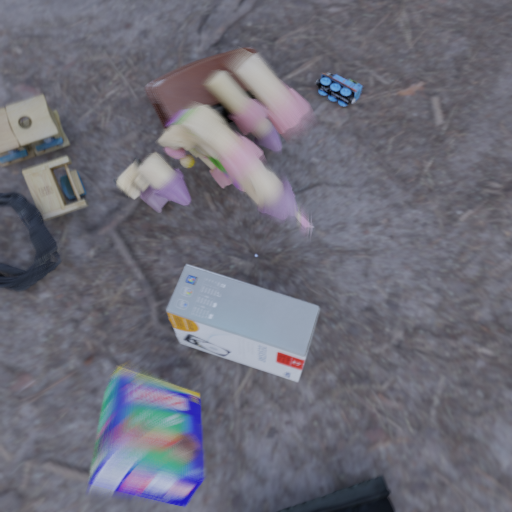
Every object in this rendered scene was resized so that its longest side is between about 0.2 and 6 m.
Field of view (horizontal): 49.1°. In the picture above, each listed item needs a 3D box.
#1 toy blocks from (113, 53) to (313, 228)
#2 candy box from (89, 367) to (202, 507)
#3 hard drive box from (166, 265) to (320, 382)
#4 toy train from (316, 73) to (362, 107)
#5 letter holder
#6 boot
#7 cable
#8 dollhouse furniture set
[{"bbox_3d":[-0.463,-1.458,10.034,3.099,2.896,2.609,-46,110,-3],"label":"toy blocks"},{"bbox_3d":[-1.553,2.605,8.217,1.446,0.659,1.711,23,25,-20],"label":"candy box"},{"bbox_3d":[-0.192,1.152,9.219,2.235,1.742,0.858,16,66,8],"label":"hard drive box"},{"bbox_3d":[1.810,-3.677,12.304,0.993,0.430,0.567,34,60,17],"label":"toy train"},{"bbox_3d":[-1.065,-3.599,11.659,2.260,1.137,1.606,-26,81,-12],"label":"letter holder"},{"bbox_3d":[1.078,4.689,7.861,2.821,1.077,2.370,-13,61,-13],"label":"boot"},{"bbox_3d":[-4.486,-0.285,10.161,1.489,0.464,1.825,-31,98,13],"label":"cable"},{"bbox_3d":[-4.380,-1.736,11.023,1.515,1.523,2.162,-21,96,-8],"label":"dollhouse furniture set"}]
